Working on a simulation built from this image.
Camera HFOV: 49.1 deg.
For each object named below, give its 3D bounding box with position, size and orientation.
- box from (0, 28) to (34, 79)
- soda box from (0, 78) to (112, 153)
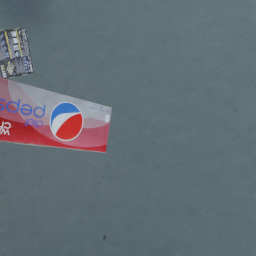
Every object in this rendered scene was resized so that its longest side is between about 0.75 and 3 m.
[{"bbox_3d":[-2.412,-1.552,5.817,0.235,0.957,0.772,13,29,35],"label":"box"},{"bbox_3d":[-1.717,-0.183,4.798,1.043,2.980,0.945,3,84,45],"label":"soda box"}]
